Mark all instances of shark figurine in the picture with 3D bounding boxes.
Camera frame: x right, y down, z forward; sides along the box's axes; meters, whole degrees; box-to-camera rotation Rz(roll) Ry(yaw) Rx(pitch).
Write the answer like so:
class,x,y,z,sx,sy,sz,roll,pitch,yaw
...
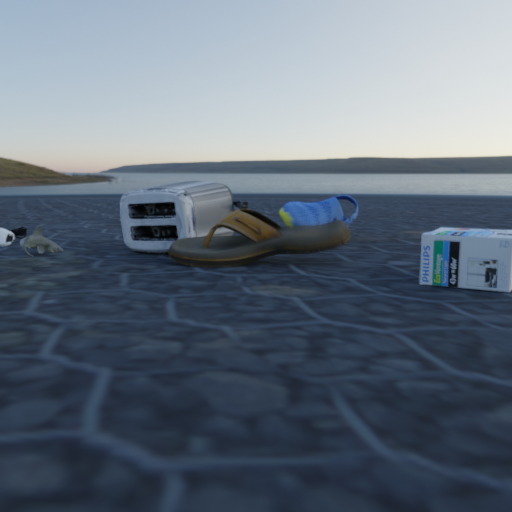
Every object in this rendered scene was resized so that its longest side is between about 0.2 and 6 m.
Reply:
class,x,y,z,sx,sy,sz,roll,pitch,yaw
shark figurine,-4.197,-0.331,10.594,0.690,0.482,1.155,23,4,10

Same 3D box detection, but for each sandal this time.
class,x,y,z,sx,sy,sz,roll,pitch,yaw
sandal,1.447,-0.952,12.402,2.365,0.940,1.030,-7,-30,-51
sandal,0.036,-0.417,9.639,3.110,0.849,1.271,-7,15,7

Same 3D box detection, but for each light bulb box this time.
class,x,y,z,sx,sy,sz,roll,pitch,yaw
light bulb box,3.035,0.019,7.891,1.181,0.737,1.171,5,9,30

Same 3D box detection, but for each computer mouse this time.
class,x,y,z,sx,sy,sz,roll,pitch,yaw
computer mouse,-5.773,-0.476,12.668,0.928,0.371,1.693,-1,8,-16

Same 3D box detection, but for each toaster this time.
class,x,y,z,sx,sy,sz,roll,pitch,yaw
toaster,-1.537,-0.754,11.143,2.435,1.383,1.573,2,12,31
